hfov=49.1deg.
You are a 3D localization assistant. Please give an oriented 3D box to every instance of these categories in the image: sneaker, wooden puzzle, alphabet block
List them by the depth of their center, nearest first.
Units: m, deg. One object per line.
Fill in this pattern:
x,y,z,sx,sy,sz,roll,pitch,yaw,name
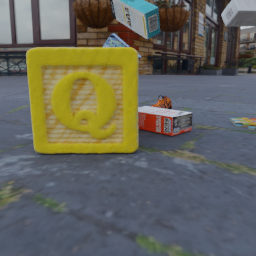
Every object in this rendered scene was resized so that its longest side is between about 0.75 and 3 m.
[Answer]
-1.089,-0.918,8.126,2.724,2.709,2.774,-2,12,-1,alphabet block
4.542,-0.211,10.553,1.149,0.136,1.938,2,14,7,wooden puzzle
1.314,-1.061,12.609,1.485,0.832,0.576,-7,15,-27,sneaker

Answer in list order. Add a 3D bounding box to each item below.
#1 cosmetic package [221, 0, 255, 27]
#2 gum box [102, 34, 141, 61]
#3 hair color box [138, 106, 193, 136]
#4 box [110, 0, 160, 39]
4.388,-4.178,10.144,1.685,0.624,0.857,-7,-18,-17,cosmetic package
-0.574,-2.865,12.216,1.561,1.837,0.409,41,31,2,gum box
1.035,-0.292,9.780,1.163,0.670,2.097,-12,17,-43,hair color box
0.188,-4.012,9.765,0.562,0.942,2.288,-31,51,-15,box
